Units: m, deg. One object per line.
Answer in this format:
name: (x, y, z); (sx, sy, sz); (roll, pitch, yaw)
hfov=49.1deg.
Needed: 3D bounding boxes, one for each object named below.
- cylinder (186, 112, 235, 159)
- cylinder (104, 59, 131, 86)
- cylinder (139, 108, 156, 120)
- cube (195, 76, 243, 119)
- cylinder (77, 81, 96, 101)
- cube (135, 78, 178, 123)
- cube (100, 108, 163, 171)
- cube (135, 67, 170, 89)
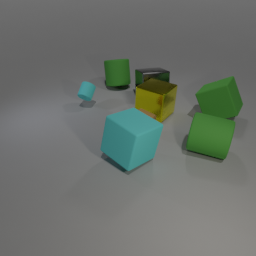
cylinder: (2.933, 0.269, 9.994); (1.400, 1.400, 1.400); (15, 33, 16)
cylinder: (-0.594, -3.133, 15.783); (1.400, 1.400, 1.400); (-4, 15, 1)
cylinder: (0.675, -0.340, 11.248); (0.700, 0.700, 0.700); (27, 37, 17)
cube: (3.972, -1.233, 12.129); (1.400, 1.400, 1.400); (-15, 16, 36)
cylinder: (-1.974, -1.751, 13.382); (0.700, 0.700, 0.700); (12, 74, 20)
cube: (1.268, -1.287, 12.766); (1.400, 1.400, 1.400); (20, 35, 27)
cube: (0.110, 0.331, 9.497); (1.400, 1.400, 1.400); (33, 35, 31)
cube: (1.227, -2.259, 14.336); (1.400, 1.400, 1.400); (-7, 22, -13)
